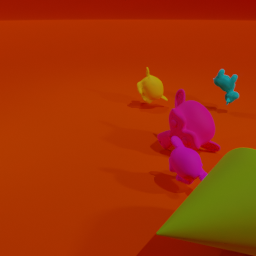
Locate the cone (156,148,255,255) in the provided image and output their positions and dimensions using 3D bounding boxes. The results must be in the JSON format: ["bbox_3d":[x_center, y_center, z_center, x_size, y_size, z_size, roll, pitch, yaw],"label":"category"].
[{"bbox_3d":[0.989,1.082,3.428,1.451,1.445,1.445,-10,25,-21],"label":"cone"}]

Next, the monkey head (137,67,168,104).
[{"bbox_3d":[0.734,-1.344,9.280,0.808,1.341,0.965,-32,23,9],"label":"monkey head"}]

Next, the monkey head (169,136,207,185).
[{"bbox_3d":[1.123,0.617,5.077,0.736,0.617,1.023,-20,61,-30],"label":"monkey head"}]

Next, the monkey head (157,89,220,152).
[{"bbox_3d":[1.323,0.000,6.412,1.015,1.685,1.212,-27,-6,-42],"label":"monkey head"}]

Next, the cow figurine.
[{"bbox_3d":[3.052,-1.255,8.727,0.949,0.934,0.521,28,25,14],"label":"cow figurine"}]
